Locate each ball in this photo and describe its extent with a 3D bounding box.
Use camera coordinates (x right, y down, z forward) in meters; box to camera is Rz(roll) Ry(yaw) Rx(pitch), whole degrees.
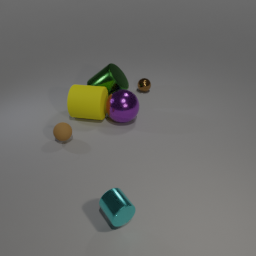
[{"bbox_3d":[-0.224,-0.908,11.630,1.400,1.400,1.400,0,32,0],"label":"ball"},{"bbox_3d":[0.828,-2.194,14.282,0.700,0.700,0.700,0,32,0],"label":"ball"},{"bbox_3d":[-2.437,0.137,10.459,0.700,0.700,0.700,0,32,0],"label":"ball"}]

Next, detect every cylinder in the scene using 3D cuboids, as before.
[{"bbox_3d":[-0.918,-2.013,12.883,1.400,1.400,1.400,-31,22,26],"label":"cylinder"},{"bbox_3d":[-1.674,-1.096,11.900,1.400,1.400,1.400,6,33,9],"label":"cylinder"},{"bbox_3d":[-0.277,2.020,7.180,0.700,0.700,0.700,-19,40,-27],"label":"cylinder"}]
